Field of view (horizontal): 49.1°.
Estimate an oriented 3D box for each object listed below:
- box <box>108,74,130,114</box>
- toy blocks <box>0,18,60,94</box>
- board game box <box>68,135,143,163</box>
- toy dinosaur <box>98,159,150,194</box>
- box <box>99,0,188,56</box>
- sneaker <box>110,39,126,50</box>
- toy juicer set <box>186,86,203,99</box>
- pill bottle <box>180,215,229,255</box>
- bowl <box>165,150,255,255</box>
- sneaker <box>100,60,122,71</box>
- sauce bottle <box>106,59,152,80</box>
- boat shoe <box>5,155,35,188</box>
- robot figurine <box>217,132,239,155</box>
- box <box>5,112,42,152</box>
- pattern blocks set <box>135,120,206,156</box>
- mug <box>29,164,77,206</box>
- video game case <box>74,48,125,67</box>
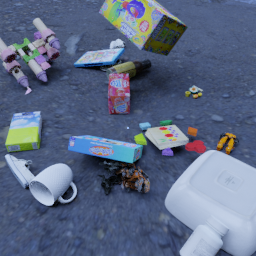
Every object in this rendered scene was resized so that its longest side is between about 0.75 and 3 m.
[{"bbox_3d":[-0.388,-1.550,12.442,0.929,0.970,1.946,-1,39,-1],"label":"box"},{"bbox_3d":[-4.647,-3.256,14.038,2.801,2.997,2.523,-37,84,-22],"label":"toy blocks"},{"bbox_3d":[-0.685,0.669,9.449,2.143,0.482,1.630,10,2,12],"label":"board game box"},{"bbox_3d":[-0.167,1.478,8.999,1.398,1.052,2.060,-7,7,-31],"label":"toy dinosaur"},{"bbox_3d":[0.704,-4.616,11.990,2.656,1.620,2.558,46,28,18],"label":"box"},{"bbox_3d":[-0.592,-5.013,17.037,0.687,0.538,1.382,21,45,19],"label":"sneaker"},{"bbox_3d":[3.214,-1.752,13.228,0.683,0.292,1.073,22,44,25],"label":"toy juicer set"},{"bbox_3d":[1.909,2.812,6.910,0.708,0.708,1.238,35,88,35],"label":"pill bottle"},{"bbox_3d":[2.889,1.866,8.234,2.870,1.073,2.874,29,46,30],"label":"bowl"},{"bbox_3d":[-0.922,-3.399,15.082,1.248,0.495,0.461,-15,43,-16],"label":"sneaker"},{"bbox_3d":[0.108,-2.987,14.359,2.484,0.804,0.804,-22,44,-28],"label":"sauce bottle"},{"bbox_3d":[-3.492,1.304,9.294,0.648,0.562,1.520,-29,50,-31],"label":"boat shoe"},{"bbox_3d":[3.693,0.546,10.431,0.717,0.288,0.989,23,45,25],"label":"robot figurine"},{"bbox_3d":[-3.967,0.107,10.835,1.134,0.443,1.859,-6,40,-7],"label":"box"},{"bbox_3d":[1.432,0.323,10.265,2.379,0.219,2.707,-4,24,-2],"label":"pattern blocks set"},{"bbox_3d":[-2.142,1.752,8.580,1.278,0.944,1.121,42,41,2],"label":"mug"},{"bbox_3d":[-1.567,-3.888,15.467,2.410,0.214,1.724,1,37,23],"label":"video game case"}]
